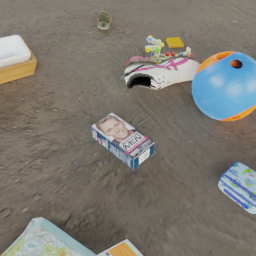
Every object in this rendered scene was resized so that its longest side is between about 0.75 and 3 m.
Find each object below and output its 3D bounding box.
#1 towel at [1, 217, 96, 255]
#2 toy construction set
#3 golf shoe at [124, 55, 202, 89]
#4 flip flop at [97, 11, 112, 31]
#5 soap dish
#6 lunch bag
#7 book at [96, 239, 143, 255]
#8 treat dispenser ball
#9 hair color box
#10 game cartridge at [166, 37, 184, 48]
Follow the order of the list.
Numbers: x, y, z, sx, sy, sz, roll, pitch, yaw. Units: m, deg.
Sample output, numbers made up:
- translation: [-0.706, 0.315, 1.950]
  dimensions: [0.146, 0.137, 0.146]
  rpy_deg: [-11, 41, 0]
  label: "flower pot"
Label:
- translation: [-1.573, 3.224, 5.360]
  dimensions: [2.630, 0.633, 2.251]
  rpy_deg: [25, 53, 23]
  label: "towel"
- translation: [1.601, -2.879, 10.967]
  dimensions: [1.890, 1.240, 0.871]
  rpy_deg: [16, 47, 16]
  label: "toy construction set"
- translation: [1.319, -1.873, 10.223]
  dimensions: [2.925, 1.062, 1.347]
  rpy_deg: [1, 58, 10]
  label: "golf shoe"
- translation: [-1.222, -5.483, 14.065]
  dimensions: [0.741, 0.526, 1.827]
  rpy_deg: [1, 45, 1]
  label: "flip flop"
- translation: [-4.988, -2.537, 10.779]
  dimensions: [2.532, 1.028, 1.992]
  rpy_deg: [-22, 49, -21]
  label: "soap dish"
- translation: [3.006, 1.508, 7.141]
  dimensions: [0.976, 0.500, 1.214]
  rpy_deg: [-33, 52, -25]
  label: "lunch bag"
- translation: [-0.057, 2.680, 5.419]
  dimensions: [0.854, 1.278, 0.307]
  rpy_deg: [34, 96, 26]
  label: "book"
- translation: [3.118, -1.295, 8.807]
  dimensions: [2.153, 2.153, 2.153]
  rpy_deg: [0, 45, 0]
  label: "treat dispenser ball"
- translation: [-0.176, 0.348, 8.253]
  dimensions: [1.778, 0.538, 0.889]
  rpy_deg: [35, 54, 29]
  label: "hair color box"
- translation: [2.127, -3.916, 12.809]
  dimensions: [0.670, 0.123, 0.760]
  rpy_deg: [-5, 43, -5]
  label: "game cartridge"
